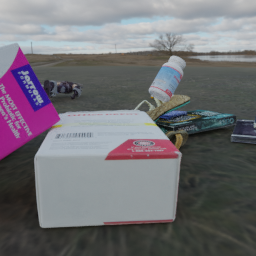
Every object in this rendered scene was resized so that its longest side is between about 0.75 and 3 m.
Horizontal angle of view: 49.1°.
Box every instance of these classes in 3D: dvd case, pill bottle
[{"bbox_3d":[3.733,0.099,7.616,1.593,0.171,2.142,5,15,24],"label":"dvd case"},{"bbox_3d":[0.804,-0.983,5.570,0.461,0.848,0.461,29,-8,4],"label":"pill bottle"}]

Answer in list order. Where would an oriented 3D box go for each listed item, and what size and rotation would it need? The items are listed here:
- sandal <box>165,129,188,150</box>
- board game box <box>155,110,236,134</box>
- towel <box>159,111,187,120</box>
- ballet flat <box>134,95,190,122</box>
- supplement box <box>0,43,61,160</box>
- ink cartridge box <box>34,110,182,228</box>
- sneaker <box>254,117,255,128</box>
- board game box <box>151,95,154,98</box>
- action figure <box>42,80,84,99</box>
[{"bbox_3d":[1.015,0.371,6.161,0.396,0.589,1.467,35,27,28],"label":"sandal"},{"bbox_3d":[1.763,-0.179,8.172,2.272,0.320,1.537,-10,14,-27],"label":"board game box"},{"bbox_3d":[1.218,-0.398,8.354,0.714,0.118,0.986,8,15,43],"label":"towel"},{"bbox_3d":[0.714,-0.506,7.139,1.969,0.643,0.694,-31,1,-19],"label":"ballet flat"},{"bbox_3d":[-2.497,0.040,3.710,1.417,1.387,2.742,-17,17,37],"label":"supplement box"},{"bbox_3d":[-0.358,0.460,4.639,1.799,1.034,2.479,-1,16,-6],"label":"ink cartridge box"},{"bbox_3d":[4.179,-0.406,7.773,1.675,0.708,0.628,-10,17,-33],"label":"sneaker"},{"bbox_3d":[1.779,-1.478,13.595,1.020,0.132,1.020,-6,17,-24],"label":"board game box"},{"bbox_3d":[-3.316,-1.816,13.441,1.844,0.983,2.834,-1,10,22],"label":"action figure"}]
